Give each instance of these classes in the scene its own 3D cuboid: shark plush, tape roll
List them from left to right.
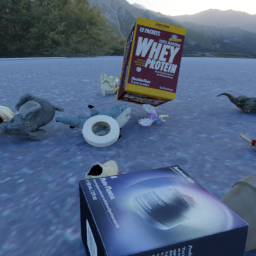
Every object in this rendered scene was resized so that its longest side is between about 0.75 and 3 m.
[{"bbox_3d":[-1.149,-0.349,9.573,2.474,1.031,1.124,3,18,10],"label":"shark plush"},{"bbox_3d":[-0.833,0.076,8.677,1.142,0.209,1.142,2,51,-3],"label":"tape roll"}]

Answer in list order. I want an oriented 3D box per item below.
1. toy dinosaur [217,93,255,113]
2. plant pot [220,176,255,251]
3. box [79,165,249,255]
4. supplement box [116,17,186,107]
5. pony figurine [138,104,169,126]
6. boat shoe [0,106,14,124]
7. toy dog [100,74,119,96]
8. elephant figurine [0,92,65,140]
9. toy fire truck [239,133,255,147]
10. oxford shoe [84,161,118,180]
[{"bbox_3d":[5.328,-1.058,12.309,2.734,1.052,1.398,0,5,19],"label":"toy dinosaur"},{"bbox_3d":[1.756,1.426,4.314,0.948,1.093,1.093,-23,24,-15],"label":"plant pot"},{"bbox_3d":[0.336,1.433,3.971,1.776,1.103,1.790,-5,19,-19],"label":"box"},{"bbox_3d":[0.765,-2.332,10.798,1.766,2.624,2.660,10,-4,-9],"label":"supplement box"},{"bbox_3d":[0.979,-0.439,10.529,0.954,0.823,0.988,12,4,24],"label":"pony figurine"},{"bbox_3d":[-5.489,-0.346,9.473,2.954,1.093,0.981,-3,13,-11],"label":"boat shoe"},{"bbox_3d":[-0.960,-2.369,15.994,0.927,1.288,1.328,9,-2,17],"label":"toy dog"},{"bbox_3d":[-3.236,-0.180,9.070,1.445,1.585,2.043,41,20,-20],"label":"elephant figurine"},{"bbox_3d":[3.733,0.439,8.042,0.922,0.593,0.811,-6,16,17],"label":"toy fire truck"},{"bbox_3d":[-0.552,0.988,6.266,0.497,0.518,1.404,5,19,15],"label":"oxford shoe"}]
